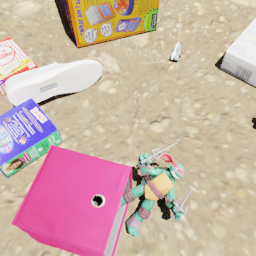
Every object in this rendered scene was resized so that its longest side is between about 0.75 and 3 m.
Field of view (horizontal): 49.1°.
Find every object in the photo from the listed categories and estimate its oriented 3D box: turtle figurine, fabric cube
[{"bbox_3d":[0.583,1.272,5.770,1.961,0.987,1.468,-42,80,8],"label":"turtle figurine"},{"bbox_3d":[-0.917,1.548,5.540,1.661,1.666,1.635,15,60,10],"label":"fabric cube"}]

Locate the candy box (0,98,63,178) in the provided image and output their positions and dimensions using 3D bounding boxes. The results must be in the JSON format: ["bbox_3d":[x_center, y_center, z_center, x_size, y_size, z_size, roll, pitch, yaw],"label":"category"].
[{"bbox_3d":[-2.703,0.198,7.020,1.610,0.620,1.362,-35,62,-19],"label":"candy box"}]

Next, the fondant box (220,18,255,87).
[{"bbox_3d":[4.390,-2.387,8.580,1.945,0.785,2.696,34,65,20],"label":"fondant box"}]

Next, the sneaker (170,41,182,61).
[{"bbox_3d":[1.585,-2.422,8.927,0.313,0.292,0.790,22,66,3],"label":"sneaker"}]

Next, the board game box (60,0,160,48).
[{"bbox_3d":[-0.790,-4.864,8.913,2.863,2.866,2.864,-16,59,-10],"label":"board game box"}]

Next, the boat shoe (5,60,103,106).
[{"bbox_3d":[-2.069,-1.414,7.891,2.697,0.971,0.924,-26,55,-14],"label":"boat shoe"}]

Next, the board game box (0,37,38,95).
[{"bbox_3d":[-3.699,-1.920,8.502,1.304,0.399,1.721,-36,64,-21],"label":"board game box"}]
